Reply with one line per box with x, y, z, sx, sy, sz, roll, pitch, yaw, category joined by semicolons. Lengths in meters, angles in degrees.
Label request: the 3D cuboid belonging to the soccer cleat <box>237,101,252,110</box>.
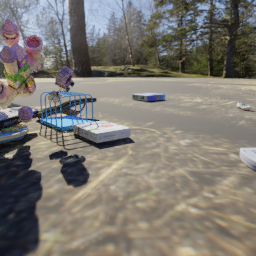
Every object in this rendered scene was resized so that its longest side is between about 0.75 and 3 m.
5.537;-1.071;13.398;0.333;0.373;0.961;-3;14;-15;soccer cleat

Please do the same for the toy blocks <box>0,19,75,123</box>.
-2.956;-1.632;7.628;2.392;2.235;2.013;32;-26;0;toy blocks

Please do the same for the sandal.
-2.432;-0.707;11.362;2.479;0.677;1.013;-23;15;-26;sandal

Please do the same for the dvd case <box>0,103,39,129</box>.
-4.175;-0.489;8.199;2.033;0.335;2.705;15;13;6;dvd case

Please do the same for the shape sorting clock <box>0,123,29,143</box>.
-4.391;0.040;7.926;2.995;0.588;2.995;0;13;0;shape sorting clock

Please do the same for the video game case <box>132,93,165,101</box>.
1.278;-1.950;17.368;1.546;0.351;1.401;-10;17;-38;video game case

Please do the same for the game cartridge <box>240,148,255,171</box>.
2.908;0.687;5.905;0.837;0.261;1.256;-4;13;0;game cartridge

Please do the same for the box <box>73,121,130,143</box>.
-0.821;0.080;8.445;1.153;0.304;1.479;-9;16;-34;box

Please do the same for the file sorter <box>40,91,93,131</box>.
-2.194;-0.687;9.945;1.293;1.143;1.864;-9;15;-37;file sorter
